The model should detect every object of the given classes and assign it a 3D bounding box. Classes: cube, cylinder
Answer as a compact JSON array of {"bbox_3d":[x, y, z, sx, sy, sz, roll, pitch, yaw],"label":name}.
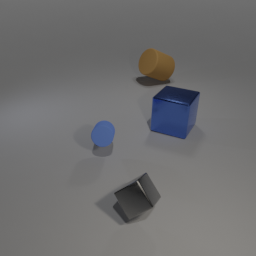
[{"bbox_3d":[0.236,1.581,6.588,0.700,0.700,0.700,-33,-6,22],"label":"cube"},{"bbox_3d":[-0.784,0.172,8.936,0.700,0.700,0.700,1,14,1],"label":"cylinder"},{"bbox_3d":[1.792,-0.639,10.645,1.400,1.400,1.400,15,32,23],"label":"cube"},{"bbox_3d":[1.513,-3.321,14.787,1.400,1.400,1.400,9,18,-41],"label":"cylinder"}]
